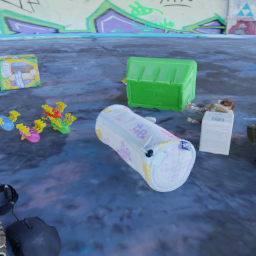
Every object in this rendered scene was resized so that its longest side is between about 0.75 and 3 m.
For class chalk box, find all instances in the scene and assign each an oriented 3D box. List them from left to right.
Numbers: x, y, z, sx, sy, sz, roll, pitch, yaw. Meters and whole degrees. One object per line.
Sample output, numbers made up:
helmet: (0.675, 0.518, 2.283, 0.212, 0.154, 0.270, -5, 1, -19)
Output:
chalk box: (-5.759, -2.803, 13.915, 2.406, 1.490, 1.497, -10, 25, -23)

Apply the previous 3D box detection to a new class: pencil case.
pencil case: (0.258, 0.357, 6.834, 1.331, 1.220, 2.935, 13, 13, -33)

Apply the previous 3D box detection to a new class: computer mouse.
computer mouse: (-1.953, 1.575, 5.052, 0.746, 0.433, 2.543, -19, 29, -36)

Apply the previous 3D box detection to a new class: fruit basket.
fruit basket: (1.410, -1.981, 11.641, 2.999, 2.163, 2.999, -4, 40, 3)

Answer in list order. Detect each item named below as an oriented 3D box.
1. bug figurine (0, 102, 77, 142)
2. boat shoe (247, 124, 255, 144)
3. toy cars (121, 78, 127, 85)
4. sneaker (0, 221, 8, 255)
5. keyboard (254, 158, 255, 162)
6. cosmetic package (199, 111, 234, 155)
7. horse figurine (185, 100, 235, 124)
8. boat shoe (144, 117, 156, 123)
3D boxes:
bug figurine: (-2.887, -0.180, 8.909, 2.458, 0.632, 1.906, -17, 34, -42)
boat shoe: (3.787, 0.219, 7.457, 0.679, 0.718, 1.997, -10, 14, 9)
toy cars: (-0.073, -2.383, 14.583, 0.457, 0.226, 1.020, -11, 29, -19)
sneaker: (-2.324, 1.801, 4.326, 0.944, 0.880, 2.500, 17, 20, -16)
keyboard: (4.206, 0.759, 7.269, 1.921, 0.198, 1.220, -4, 24, -12)
cosmetic package: (2.457, 0.124, 7.778, 0.786, 0.939, 0.781, 8, 25, 19)
horse figurine: (2.897, -0.521, 9.531, 1.799, 0.677, 2.714, 10, 17, 6)
boat shoe: (0.394, -0.049, 8.743, 1.012, 0.353, 0.360, -15, 49, 22)
